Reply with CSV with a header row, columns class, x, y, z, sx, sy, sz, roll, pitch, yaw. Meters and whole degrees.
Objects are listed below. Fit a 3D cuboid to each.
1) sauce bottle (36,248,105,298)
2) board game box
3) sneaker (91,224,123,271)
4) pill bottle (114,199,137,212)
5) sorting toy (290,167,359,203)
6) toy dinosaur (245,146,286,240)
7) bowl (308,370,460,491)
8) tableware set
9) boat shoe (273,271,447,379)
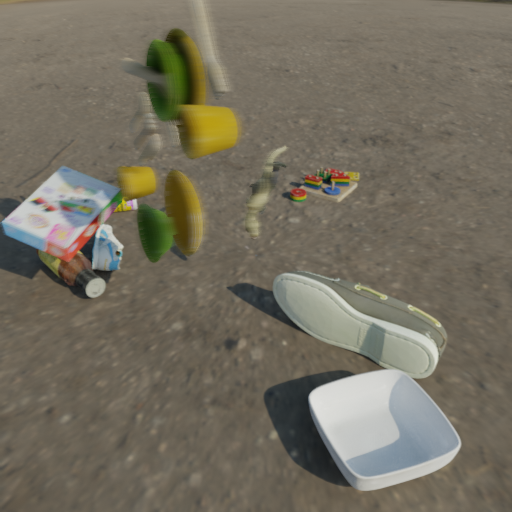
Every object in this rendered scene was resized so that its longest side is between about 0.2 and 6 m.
class,x,y,z,sx,sy,sz,roll,pitch,yaw
sauce bottle,-3.536,0.208,10.704,0.646,0.646,1.958,-24,41,-33
board game box,-3.307,-0.776,9.704,1.263,0.333,1.651,23,50,10
sneaker,-3.025,-0.146,11.430,0.583,0.552,1.443,8,32,-15
pill bottle,-3.334,-1.287,13.183,0.989,0.516,0.516,-8,33,-12
sorting toy,1.881,-1.901,14.287,1.131,0.397,2.347,19,36,27
toy dinosaur,0.159,-1.240,9.598,0.443,0.823,1.867,22,77,-1
bowl,1.616,2.310,7.352,1.616,0.603,1.614,-11,34,-16
tableware set,-1.348,-1.362,7.978,0.636,2.793,4.146,-13,-4,-26
boat shoe,1.643,0.957,9.164,2.919,1.043,0.873,25,40,25
